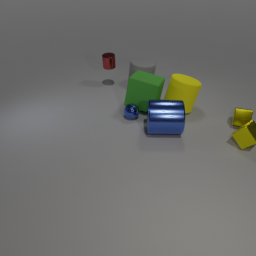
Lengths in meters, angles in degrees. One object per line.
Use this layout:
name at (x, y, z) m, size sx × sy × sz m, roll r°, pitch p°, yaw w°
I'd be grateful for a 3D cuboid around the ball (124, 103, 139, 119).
ball at (0.159, -0.745, 12.461) m, size 0.700 × 0.700 × 0.700 m, roll 0°, pitch 31°, yaw 0°

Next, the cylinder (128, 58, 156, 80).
cylinder at (0.753, -2.957, 15.385) m, size 1.400 × 1.400 × 1.400 m, roll 5°, pitch 33°, yaw -3°

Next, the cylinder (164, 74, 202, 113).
cylinder at (2.485, -1.598, 12.930) m, size 1.400 × 1.400 × 1.400 m, roll 13°, pitch 27°, yaw -7°

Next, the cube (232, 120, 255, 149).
cube at (4.461, 0.257, 10.427) m, size 0.700 × 0.700 × 0.700 m, roll -29°, pitch 84°, yaw -40°

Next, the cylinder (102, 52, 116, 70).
cylinder at (-1.021, -3.583, 15.006) m, size 0.700 × 0.700 × 0.700 m, roll -2°, pitch 38°, yaw 1°

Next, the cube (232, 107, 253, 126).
cube at (4.828, -0.466, 11.834) m, size 0.700 × 0.700 × 0.700 m, roll 10°, pitch 13°, yaw 17°

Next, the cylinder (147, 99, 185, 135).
cylinder at (1.485, -0.439, 11.263) m, size 1.400 × 1.400 × 1.400 m, roll 1°, pitch 31°, yaw 1°

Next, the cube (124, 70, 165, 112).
cube at (0.781, -1.701, 13.022) m, size 1.400 × 1.400 × 1.400 m, roll 18°, pitch 29°, yaw 11°
